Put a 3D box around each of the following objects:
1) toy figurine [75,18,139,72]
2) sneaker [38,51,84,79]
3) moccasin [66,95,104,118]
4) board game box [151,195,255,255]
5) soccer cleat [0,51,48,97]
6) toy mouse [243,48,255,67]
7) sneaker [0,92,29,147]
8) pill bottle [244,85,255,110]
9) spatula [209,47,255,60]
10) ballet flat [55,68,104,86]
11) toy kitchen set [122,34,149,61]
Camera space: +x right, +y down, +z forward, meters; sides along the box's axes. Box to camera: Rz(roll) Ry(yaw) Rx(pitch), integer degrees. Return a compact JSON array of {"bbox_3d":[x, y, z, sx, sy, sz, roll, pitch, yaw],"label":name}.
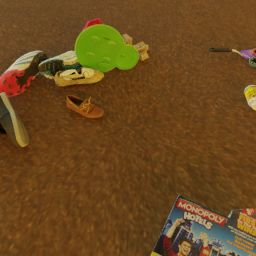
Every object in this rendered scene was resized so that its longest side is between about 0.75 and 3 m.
[{"bbox_3d":[-1.050,-3.982,12.780,2.797,2.100,2.575,10,36,-20],"label":"toy figurine"},{"bbox_3d":[-2.772,-2.868,12.288,2.454,0.920,1.063,-18,44,-26],"label":"sneaker"},{"bbox_3d":[-1.629,-0.845,10.563,1.592,0.615,0.582,27,51,21],"label":"moccasin"},{"bbox_3d":[2.293,3.027,6.985,2.867,0.884,2.865,22,51,19],"label":"board game box"},{"bbox_3d":[-4.526,-2.264,11.734,1.230,0.995,2.849,10,46,32],"label":"soccer cleat"},{"bbox_3d":[5.903,-3.167,12.763,1.473,0.321,1.658,8,56,6],"label":"toy mouse"},{"bbox_3d":[-4.507,-0.032,9.735,1.474,1.038,2.775,-29,48,-14],"label":"sneaker"},{"bbox_3d":[4.917,-1.180,10.919,0.532,0.532,0.974,1,49,1],"label":"pill bottle"},{"bbox_3d":[4.940,-3.526,12.993,2.622,0.269,0.741,3,47,-16],"label":"spatula"},{"bbox_3d":[-2.033,-2.204,11.717,2.070,0.732,0.732,-10,49,-9],"label":"ballet flat"},{"bbox_3d":[0.485,-3.783,12.868,1.155,1.042,0.942,-28,55,-19],"label":"toy kitchen set"}]
